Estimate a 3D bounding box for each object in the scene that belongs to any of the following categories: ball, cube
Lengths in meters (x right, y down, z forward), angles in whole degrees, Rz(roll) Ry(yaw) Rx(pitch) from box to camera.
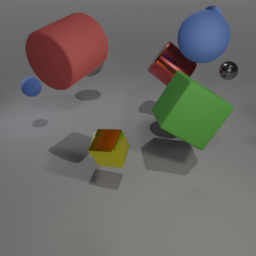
[{"bbox_3d":[-1.812,-3.044,12.753,1.400,1.400,1.400,0,28,0],"label":"ball"},{"bbox_3d":[2.077,-2.510,7.744,1.400,1.400,1.400,0,28,0],"label":"ball"},{"bbox_3d":[1.688,-0.512,7.682,1.400,1.400,1.400,28,18,-16],"label":"cube"},{"bbox_3d":[3.747,-2.134,10.445,0.700,0.700,0.700,0,28,0],"label":"ball"},{"bbox_3d":[-3.455,-1.462,10.000,0.700,0.700,0.700,0,28,0],"label":"ball"},{"bbox_3d":[-0.460,0.507,7.045,0.700,0.700,0.700,1,50,25],"label":"cube"}]

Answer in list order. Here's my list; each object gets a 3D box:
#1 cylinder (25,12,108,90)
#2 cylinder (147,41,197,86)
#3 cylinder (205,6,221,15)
[{"bbox_3d":[-1.414,-1.828,6.649,1.400,1.400,1.400,16,43,27],"label":"cylinder"},{"bbox_3d":[1.711,-2.384,10.933,1.400,1.400,1.400,37,30,-7],"label":"cylinder"},{"bbox_3d":[3.361,-4.443,11.325,0.700,0.700,0.700,8,-2,14],"label":"cylinder"}]
